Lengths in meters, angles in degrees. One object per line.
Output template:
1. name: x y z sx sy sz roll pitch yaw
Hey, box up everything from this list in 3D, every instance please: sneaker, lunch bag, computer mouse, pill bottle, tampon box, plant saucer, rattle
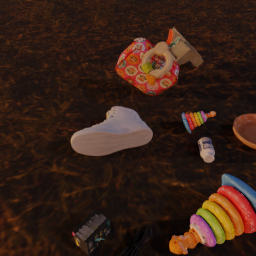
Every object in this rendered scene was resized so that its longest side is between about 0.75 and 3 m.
1. sneaker: -0.767 0.035 10.430 2.967 1.093 1.715 -6 37 -22
2. lunch bag: 0.924 -2.618 12.035 2.484 2.188 1.018 32 53 -22
3. computer mouse: 0.946 3.501 6.522 2.608 0.572 1.430 28 46 30
4. pill bottle: 2.780 0.784 9.877 0.483 0.483 0.869 1 40 2
5. tampon box: -0.942 2.737 7.379 0.547 0.649 0.866 28 47 29
6. plant saucer: 5.031 0.189 10.683 2.038 0.382 2.038 0 39 0
7. rattle: 1.418 -2.733 11.177 1.240 1.360 1.904 20 79 34

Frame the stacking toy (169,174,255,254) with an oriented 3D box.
1. stacking toy: 2.179 2.534 7.321 2.547 1.398 1.478 -28 39 -15

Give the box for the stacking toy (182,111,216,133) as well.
1. stacking toy: 2.740 -0.375 10.678 1.238 0.680 0.719 -19 35 13

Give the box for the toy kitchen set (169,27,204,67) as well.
1. toy kitchen set: 2.252 -3.696 14.481 1.933 2.137 2.369 56 24 20
